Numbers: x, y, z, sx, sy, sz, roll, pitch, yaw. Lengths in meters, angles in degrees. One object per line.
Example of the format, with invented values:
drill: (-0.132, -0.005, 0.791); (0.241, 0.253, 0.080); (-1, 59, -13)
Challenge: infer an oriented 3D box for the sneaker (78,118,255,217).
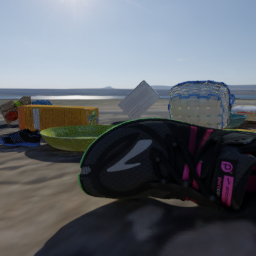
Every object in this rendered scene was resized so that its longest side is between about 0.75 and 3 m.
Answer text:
sneaker: (0.800, 0.402, 3.198); (2.737, 1.050, 1.147); (-2, 4, -6)

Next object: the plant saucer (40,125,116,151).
plant saucer: (-0.944, 0.230, 7.064); (2.427, 0.377, 2.427); (0, 8, 0)

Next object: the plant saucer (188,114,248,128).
plant saucer: (3.372, -0.296, 10.903); (2.351, 0.423, 2.351); (0, 8, 0)

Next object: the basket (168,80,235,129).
basket: (2.203, -0.707, 8.773); (2.053, 1.620, 2.329); (2, 26, 24)

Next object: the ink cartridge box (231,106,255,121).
ink cartridge box: (5.265, -0.725, 11.573); (2.540, 0.637, 2.060); (14, -4, -42)

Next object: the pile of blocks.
pile of blocks: (-3.870, -0.753, 11.671); (2.772, 1.138, 0.861); (-5, 13, -31)

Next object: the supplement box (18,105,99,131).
supplement box: (-2.329, -0.313, 9.337); (2.648, 0.911, 0.881); (1, 8, 22)

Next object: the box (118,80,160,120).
box: (0.517, -1.259, 12.659); (1.616, 1.056, 1.607); (-43, 3, 9)

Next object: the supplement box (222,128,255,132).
supplement box: (2.744, 0.290, 6.283); (1.398, 0.481, 0.465); (3, 9, 35)

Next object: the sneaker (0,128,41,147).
sneaker: (-2.673, 0.218, 6.942); (1.085, 0.423, 0.380); (1, 8, 8)
